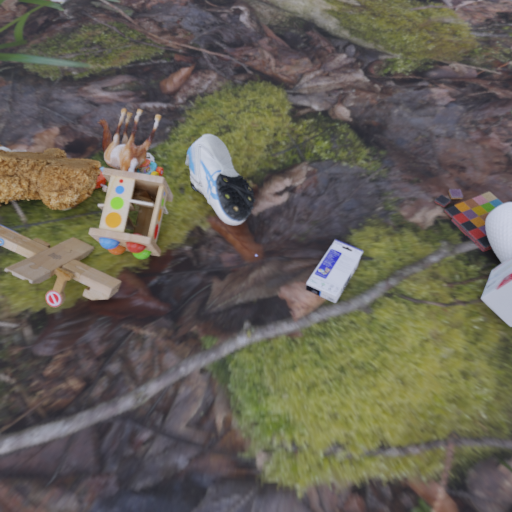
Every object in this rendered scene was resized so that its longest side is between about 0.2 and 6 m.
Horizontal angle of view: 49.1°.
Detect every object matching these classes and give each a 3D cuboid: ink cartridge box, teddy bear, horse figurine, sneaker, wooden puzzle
[{"bbox_3d":[1.484,0.272,10.517,0.627,0.247,1.261,24,54,20],"label":"ink cartridge box"},{"bbox_3d":[-4.812,-1.623,11.562,3.152,1.052,2.285,5,25,-9],"label":"teddy bear"},{"bbox_3d":[-2.847,-2.395,12.186,0.599,1.590,2.400,16,4,-40],"label":"horse figurine"},{"bbox_3d":[4.452,0.541,9.569,0.723,0.727,1.000,43,44,2],"label":"ink cartridge box"},{"bbox_3d":[-0.815,-1.451,11.530,1.027,1.035,2.857,23,28,-34],"label":"sneaker"},{"bbox_3d":[4.706,-0.733,11.469,1.218,0.144,2.054,-20,52,-17],"label":"wooden puzzle"}]

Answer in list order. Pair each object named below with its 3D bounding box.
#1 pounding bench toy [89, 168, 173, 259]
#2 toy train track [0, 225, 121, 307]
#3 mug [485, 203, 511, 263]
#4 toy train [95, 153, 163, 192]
[{"bbox_3d":[-2.310,-0.644,10.780,1.125,1.811,1.412,9,79,2],"label":"pounding bench toy"},{"bbox_3d":[-4.472,-0.083,9.962,4.191,0.682,2.404,25,15,1],"label":"toy train track"},{"bbox_3d":[5.070,-0.394,10.488,1.399,1.033,1.227,-14,55,-13],"label":"mug"},{"bbox_3d":[-2.944,-1.871,12.249,1.744,0.485,1.310,-25,53,-20],"label":"toy train"}]
